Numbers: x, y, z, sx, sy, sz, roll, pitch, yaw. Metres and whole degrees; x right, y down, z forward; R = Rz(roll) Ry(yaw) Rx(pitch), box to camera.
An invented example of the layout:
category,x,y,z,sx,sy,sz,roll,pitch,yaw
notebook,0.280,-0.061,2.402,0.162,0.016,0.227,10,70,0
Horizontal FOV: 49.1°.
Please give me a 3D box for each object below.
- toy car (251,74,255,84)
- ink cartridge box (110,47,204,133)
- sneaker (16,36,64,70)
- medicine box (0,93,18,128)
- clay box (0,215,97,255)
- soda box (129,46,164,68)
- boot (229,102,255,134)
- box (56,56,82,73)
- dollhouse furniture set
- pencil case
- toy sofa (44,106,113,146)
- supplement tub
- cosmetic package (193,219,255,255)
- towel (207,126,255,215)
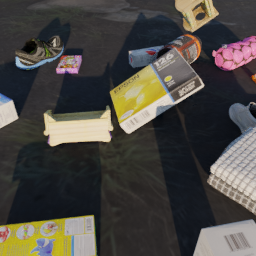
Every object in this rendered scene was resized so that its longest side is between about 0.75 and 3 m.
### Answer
category,x,y,z,sx,sy,sz,roll,pitch,yaw
toy car,5.491,-1.963,11.040,1.116,0.371,0.547,6,39,9
ink cartridge box,0.699,-1.470,9.211,2.697,0.641,2.729,-33,41,11
sneaker,-3.839,-3.527,12.409,0.970,1.134,2.736,21,43,22
medicine box,-4.515,-0.496,8.874,1.285,0.726,1.411,26,45,30
clay box,-1.737,2.452,5.247,2.299,0.547,1.321,-5,38,-6
soda box,0.922,-3.165,12.393,1.741,0.594,0.552,-14,40,-18
boot,3.726,-0.420,8.598,0.724,0.941,1.968,-3,38,-3
box,-2.541,-2.776,12.163,0.881,0.252,1.288,0,38,0
dollhouse furniture set,1.715,-4.262,8.544,1.089,1.958,1.732,-32,66,14
pencil case,4.870,-3.359,12.302,2.405,1.092,1.127,-24,42,-31
toy sofa,-1.461,-0.090,8.435,1.984,0.968,0.822,-5,13,-6
supplement tub,2.294,-3.220,11.941,1.242,1.242,2.323,25,44,28
cosmetic package,1.573,2.294,4.528,0.905,1.682,0.714,-8,39,-8
towel,3.402,0.987,6.702,2.430,1.040,2.012,-35,48,-28
